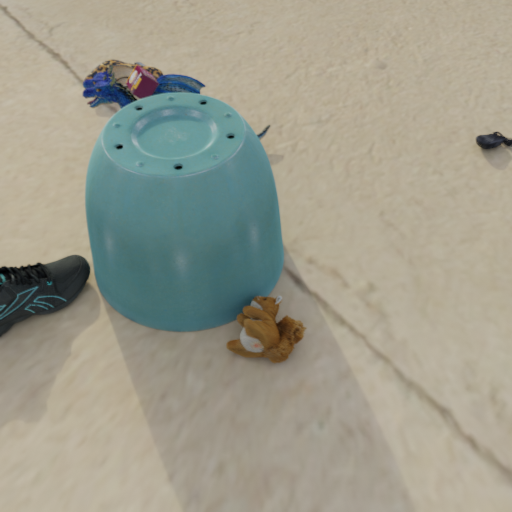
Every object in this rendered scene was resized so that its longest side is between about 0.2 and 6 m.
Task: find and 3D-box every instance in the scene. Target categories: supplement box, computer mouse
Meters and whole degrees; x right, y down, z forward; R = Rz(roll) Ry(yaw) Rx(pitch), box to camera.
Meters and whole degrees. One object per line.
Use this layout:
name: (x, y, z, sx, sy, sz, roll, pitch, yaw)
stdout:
supplement box: (-2.381, -3.591, 11.666, 0.372, 0.479, 0.869, 26, 18, -34)
computer mouse: (5.305, -2.555, 12.613, 0.896, 0.236, 0.621, -10, 41, -23)

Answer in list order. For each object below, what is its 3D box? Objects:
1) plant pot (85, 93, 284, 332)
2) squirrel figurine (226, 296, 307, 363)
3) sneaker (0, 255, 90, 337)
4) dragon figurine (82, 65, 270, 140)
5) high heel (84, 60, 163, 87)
plant pot: (-1.248, -0.953, 9.418, 3.511, 2.817, 3.511, 0, 48, 0)
squirrel figurine: (0.222, 1.144, 9.027, 1.101, 0.779, 1.028, 26, 39, 1)
sneaker: (-3.869, 0.578, 9.303, 2.385, 0.945, 0.899, -33, 54, -28)
dragon figurine: (-1.666, -3.014, 11.845, 3.960, 1.969, 1.166, 1, 48, 1)
high heel: (-3.251, -4.457, 14.027, 1.801, 0.643, 1.284, -26, 46, -33)
